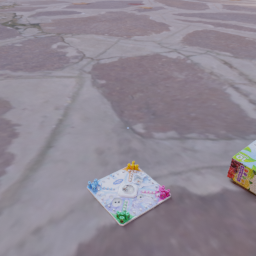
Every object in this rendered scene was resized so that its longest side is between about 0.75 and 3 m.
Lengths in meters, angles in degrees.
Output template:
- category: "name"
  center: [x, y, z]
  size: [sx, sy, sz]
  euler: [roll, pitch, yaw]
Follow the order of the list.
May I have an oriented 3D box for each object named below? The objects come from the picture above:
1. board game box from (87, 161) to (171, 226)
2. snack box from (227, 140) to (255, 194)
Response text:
- category: "board game box"
  center: [0.005, 1.099, 5.050]
  size: [1.122, 0.145, 1.122]
  euler: [-21, 37, -31]
- category: "snack box"
  center: [3.128, 0.684, 5.324]
  size: [2.070, 0.548, 1.472]
  euler: [-24, 39, -33]
